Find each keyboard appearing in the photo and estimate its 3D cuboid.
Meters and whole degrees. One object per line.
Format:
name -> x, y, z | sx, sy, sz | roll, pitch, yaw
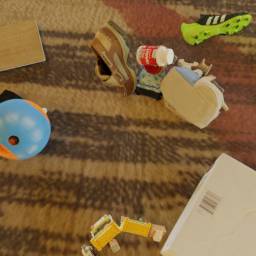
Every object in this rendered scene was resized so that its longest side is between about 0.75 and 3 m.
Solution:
keyboard -> -4.547, -0.011, 9.039 | 1.513, 0.576, 2.907 | 39, 66, -7

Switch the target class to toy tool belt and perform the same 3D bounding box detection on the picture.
toy tool belt -> 1.952, -1.421, 9.143 | 2.896, 1.808, 1.780 | 47, 38, 14

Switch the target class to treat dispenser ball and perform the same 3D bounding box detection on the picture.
treat dispenser ball -> -3.059, 0.035, 7.863 | 1.704, 1.704, 1.704 | 0, 63, 0

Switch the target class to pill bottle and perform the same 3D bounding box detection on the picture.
pill bottle -> 0.767, -2.035, 7.917 | 0.960, 0.539, 0.539 | 12, 61, 33

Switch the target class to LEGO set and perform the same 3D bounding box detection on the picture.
LEGO set -> -0.193, 2.744, 7.522 | 2.269, 0.844, 1.044 | -18, 99, -14

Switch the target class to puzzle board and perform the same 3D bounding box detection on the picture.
puzzle board -> -4.709, -3.000, 10.587 | 2.831, 0.246, 2.134 | -16, 65, -7

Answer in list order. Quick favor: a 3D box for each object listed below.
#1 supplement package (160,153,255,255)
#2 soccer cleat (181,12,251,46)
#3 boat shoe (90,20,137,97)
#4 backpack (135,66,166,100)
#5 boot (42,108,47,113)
supplement package -> 2.500, 2.505, 7.022 | 2.183, 1.554, 2.803 | 31, 66, 14
soccer cleat -> 3.367, -4.014, 10.743 | 2.729, 0.921, 1.106 | -18, 62, -6
boat shoe -> -0.505, -1.854, 8.456 | 1.068, 2.891, 1.094 | -40, 62, -12
backpack -> 0.807, -1.664, 9.584 | 1.000, 0.803, 1.093 | 16, 60, 4
boot -> -3.131, -0.335, 9.141 | 0.459, 0.370, 1.016 | 31, 68, 9
